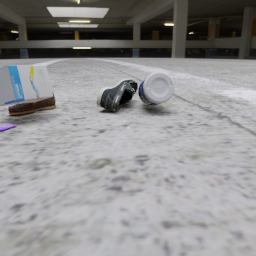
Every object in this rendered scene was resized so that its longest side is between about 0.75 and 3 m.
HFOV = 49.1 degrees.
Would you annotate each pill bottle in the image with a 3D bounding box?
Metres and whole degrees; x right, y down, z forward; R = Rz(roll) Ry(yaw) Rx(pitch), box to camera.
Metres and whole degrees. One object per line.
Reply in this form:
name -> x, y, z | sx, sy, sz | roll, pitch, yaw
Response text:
pill bottle -> 1.012, -1.460, 10.974 | 1.146, 1.146, 2.063 | -2, 1, -6

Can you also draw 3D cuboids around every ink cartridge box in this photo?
ink cartridge box -> -3.552, -1.420, 9.395 | 1.151, 1.131, 1.564 | -8, 6, 34

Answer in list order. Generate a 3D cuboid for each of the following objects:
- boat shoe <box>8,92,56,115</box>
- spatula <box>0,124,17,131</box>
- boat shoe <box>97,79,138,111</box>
boat shoe -> -3.679, -0.977, 10.758 | 0.689, 0.688, 1.956 | 11, 21, 38
spatula -> -4.163, -0.027, 8.028 | 0.593, 0.216, 2.100 | 3, 1, 23
boat shoe -> -0.179, -1.333, 11.506 | 0.967, 1.027, 2.859 | 16, 25, 20
